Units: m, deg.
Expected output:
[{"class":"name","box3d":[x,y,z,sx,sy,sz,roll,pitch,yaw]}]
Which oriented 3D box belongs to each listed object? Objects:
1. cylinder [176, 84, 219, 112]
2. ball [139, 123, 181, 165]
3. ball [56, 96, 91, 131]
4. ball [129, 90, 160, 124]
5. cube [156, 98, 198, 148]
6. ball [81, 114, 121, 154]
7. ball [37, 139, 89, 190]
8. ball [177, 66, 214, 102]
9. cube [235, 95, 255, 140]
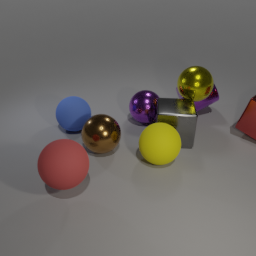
[{"class":"cylinder","box3d":[3.045,-1.501,12.341,1.400,1.400,1.400,-28,32,5]},{"class":"ball","box3d":[1.056,0.520,9.315,1.400,1.400,1.400,0,30,0]},{"class":"ball","box3d":[-2.167,-0.566,11.170,1.400,1.400,1.400,0,30,0]},{"class":"ball","box3d":[0.739,-0.885,11.719,1.400,1.400,1.400,0,30,0]},{"class":"cube","box3d":[1.759,-0.210,10.558,1.400,1.400,1.400,3,31,5]},{"class":"ball","box3d":[-0.941,0.204,9.859,1.400,1.400,1.400,0,30,0]},{"class":"ball","box3d":[-1.779,1.001,7.764,1.400,1.400,1.400,0,30,0]},{"class":"ball","box3d":[2.637,-1.732,11.000,1.400,1.400,1.400,0,30,0]},{"class":"cube","box3d":[5.222,-0.414,10.586,1.400,1.400,1.400,37,42,26]}]
